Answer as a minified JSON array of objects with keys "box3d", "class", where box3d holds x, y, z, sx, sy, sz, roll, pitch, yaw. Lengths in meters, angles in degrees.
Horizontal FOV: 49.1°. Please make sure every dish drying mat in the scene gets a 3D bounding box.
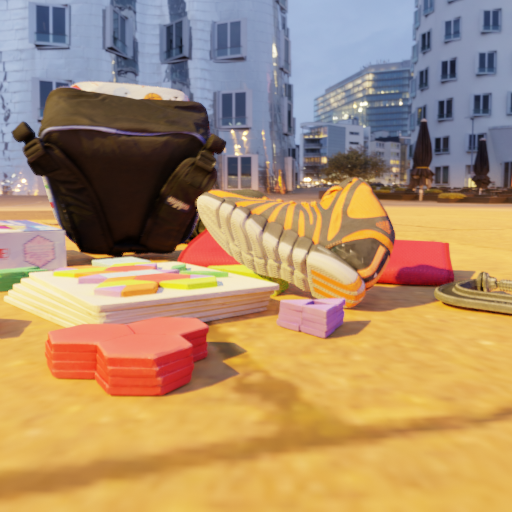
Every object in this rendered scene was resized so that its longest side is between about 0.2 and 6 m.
[{"box3d":[0.787,0.015,7.576,3.511,0.319,1.348,4,19,15],"class":"dish drying mat"}]

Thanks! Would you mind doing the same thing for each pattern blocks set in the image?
[{"box3d":[-1.162,0.337,5.477,4.228,0.343,3.716,5,8,40],"class":"pattern blocks set"}]

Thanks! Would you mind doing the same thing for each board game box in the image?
[{"box3d":[-4.784,-0.149,8.463,3.055,0.630,3.063,-4,8,-32],"class":"board game box"}]

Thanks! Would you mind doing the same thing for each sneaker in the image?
[{"box3d":[-1.284,-0.784,12.049,3.213,1.220,1.458,-6,21,11],"class":"sneaker"},{"box3d":[0.458,-0.354,5.873,2.125,0.824,1.190,28,62,25],"class":"sneaker"}]

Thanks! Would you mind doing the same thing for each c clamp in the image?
[{"box3d":[2.842,0.409,5.528,1.943,0.263,1.660,6,14,32],"class":"c clamp"}]

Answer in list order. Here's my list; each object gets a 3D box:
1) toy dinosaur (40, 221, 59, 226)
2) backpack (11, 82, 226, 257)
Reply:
[{"box3d":[-5.722,-0.955,17.251,0.789,0.449,1.485,-23,-16,37],"class":"toy dinosaur"},{"box3d":[-2.096,-1.313,9.065,2.899,2.761,2.233,5,44,-9],"class":"backpack"}]
